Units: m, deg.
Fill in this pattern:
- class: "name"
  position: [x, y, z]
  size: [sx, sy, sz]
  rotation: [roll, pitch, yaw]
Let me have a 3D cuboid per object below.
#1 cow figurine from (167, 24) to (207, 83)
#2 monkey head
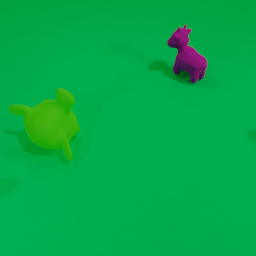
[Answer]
- class: "cow figurine"
  position: [1.809, -2.246, 8.422]
  size: [0.796, 1.427, 1.450]
  rotation: [-31, 54, -32]
- class: "monkey head"
  position: [-1.761, -0.191, 6.470]
  size: [1.923, 1.384, 1.159]
  rotation: [39, 54, 5]
